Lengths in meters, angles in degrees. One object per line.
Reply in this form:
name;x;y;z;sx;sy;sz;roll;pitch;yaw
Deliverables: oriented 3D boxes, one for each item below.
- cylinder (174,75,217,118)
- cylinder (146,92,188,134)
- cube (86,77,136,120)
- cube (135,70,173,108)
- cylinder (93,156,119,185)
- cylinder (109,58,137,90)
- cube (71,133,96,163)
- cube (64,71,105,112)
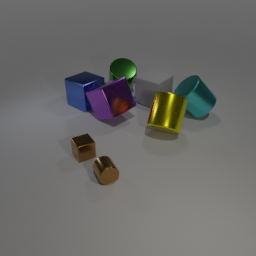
cylinder;3.036;-1.422;12.693;1.400;1.400;1.400;-38;26;23
cylinder;1.585;-0.592;11.368;1.400;1.400;1.400;15;-6;2
cube;-0.754;-1.289;12.443;1.400;1.400;1.400;-33;18;-32
cube;1.296;-1.960;14.109;1.400;1.400;1.400;22;38;32
cylinder;-0.731;1.392;9.250;0.700;0.700;0.700;-13;33;-20
cylinder;-0.310;-2.753;14.943;1.400;1.400;1.400;3;66;-6
cube;-1.645;0.732;10.345;0.700;0.700;0.700;-17;35;-26
cube;-2.109;-1.835;13.906;1.400;1.400;1.400;24;38;34
